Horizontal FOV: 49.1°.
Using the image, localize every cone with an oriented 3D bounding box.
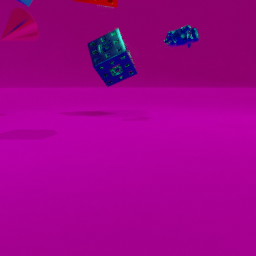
[{"bbox_3d":[-4.043,-3.368,9.867,1.250,1.250,1.254,5,43,30],"label":"cone"}]

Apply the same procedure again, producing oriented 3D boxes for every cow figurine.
[{"bbox_3d":[1.749,-2.944,9.132,1.225,0.672,1.205,-15,7,0],"label":"cow figurine"}]

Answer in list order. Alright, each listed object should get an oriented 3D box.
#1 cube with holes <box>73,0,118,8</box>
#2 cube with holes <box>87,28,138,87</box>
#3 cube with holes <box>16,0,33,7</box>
[{"bbox_3d":[-0.627,-3.338,5.891,0.974,0.974,0.974,8,-26,-1],"label":"cube with holes"},{"bbox_3d":[-0.609,-2.740,11.055,1.351,1.351,1.351,-23,-33,10],"label":"cube with holes"},{"bbox_3d":[-2.864,-3.906,7.017,0.998,0.998,0.998,34,3,29],"label":"cube with holes"}]
